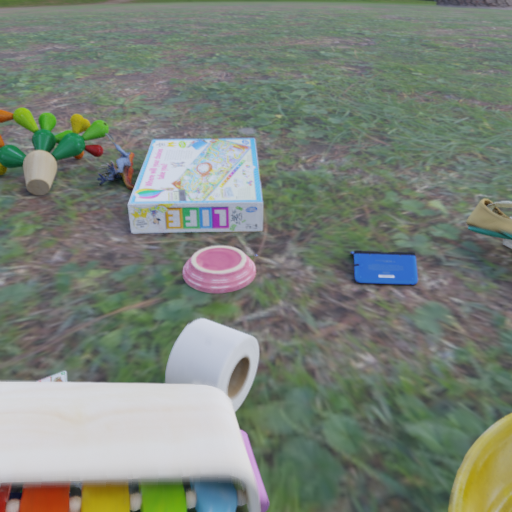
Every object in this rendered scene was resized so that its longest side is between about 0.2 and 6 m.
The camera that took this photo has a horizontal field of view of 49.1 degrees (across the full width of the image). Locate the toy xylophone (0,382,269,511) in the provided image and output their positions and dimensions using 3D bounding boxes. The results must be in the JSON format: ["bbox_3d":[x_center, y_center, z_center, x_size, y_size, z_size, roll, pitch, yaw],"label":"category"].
[{"bbox_3d":[-1.299,1.840,4.570,3.009,0.756,2.203,8,24,-10],"label":"toy xylophone"}]

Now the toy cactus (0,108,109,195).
[{"bbox_3d":[-4.680,-2.188,12.182,2.920,1.493,2.410,-3,49,-11],"label":"toy cactus"}]

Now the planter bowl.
[{"bbox_3d":[2.815,2.572,3.504,3.352,1.396,3.352,0,31,0],"label":"planter bowl"}]

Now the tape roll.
[{"bbox_3d":[-0.470,1.246,6.248,0.655,0.954,0.954,17,34,24],"label":"tape roll"}]

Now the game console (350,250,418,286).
[{"bbox_3d":[2.018,0.187,8.947,0.965,0.571,0.824,2,61,4],"label":"game console"}]

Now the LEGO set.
[{"bbox_3d":[-2.431,2.068,5.617,1.341,0.441,1.795,-21,34,-11],"label":"LEGO set"}]

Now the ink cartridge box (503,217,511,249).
[{"bbox_3d":[5.039,-0.378,9.461,1.313,0.544,0.964,-15,33,-24],"label":"ink cartridge box"}]

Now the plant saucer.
[{"bbox_3d":[-0.580,0.164,8.788,1.149,0.291,1.149,0,31,0],"label":"plant saucer"}]

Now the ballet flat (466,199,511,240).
[{"bbox_3d":[4.107,-0.496,8.783,0.721,0.662,2.100,19,9,-24],"label":"ballet flat"}]

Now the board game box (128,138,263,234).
[{"bbox_3d":[-1.128,-1.546,11.421,2.379,0.606,3.539,-1,30,-2],"label":"board game box"}]

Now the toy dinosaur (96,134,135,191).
[{"bbox_3d":[-2.957,-1.920,12.399,1.535,0.806,1.393,41,29,3],"label":"toy dinosaur"}]

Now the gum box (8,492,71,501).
[{"bbox_3d":[-2.362,2.697,4.071,1.616,0.424,1.902,0,37,-1],"label":"gum box"}]
